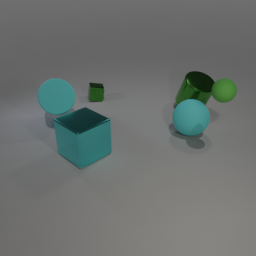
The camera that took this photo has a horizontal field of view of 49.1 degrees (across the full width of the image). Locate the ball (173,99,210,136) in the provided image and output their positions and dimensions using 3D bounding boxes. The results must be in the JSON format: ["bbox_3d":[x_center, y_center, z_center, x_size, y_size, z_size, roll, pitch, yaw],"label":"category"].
[{"bbox_3d":[2.424,-0.403,10.788,1.400,1.400,1.400,0,30,0],"label":"ball"}]

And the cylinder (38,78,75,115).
[{"bbox_3d":[-2.890,-1.261,11.341,1.400,1.400,1.400,-8,8,-14],"label":"cylinder"}]

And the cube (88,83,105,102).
[{"bbox_3d":[-1.596,-1.796,13.983,0.700,0.700,0.700,3,30,-16],"label":"cube"}]

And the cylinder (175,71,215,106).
[{"bbox_3d":[3.018,-1.596,12.646,1.400,1.400,1.400,8,49,-9],"label":"cylinder"}]

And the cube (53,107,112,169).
[{"bbox_3d":[-1.545,0.297,9.717,1.400,1.400,1.400,26,39,38],"label":"cube"}]

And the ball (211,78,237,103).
[{"bbox_3d":[2.778,-1.083,8.104,0.700,0.700,0.700,0,30,0],"label":"ball"}]
